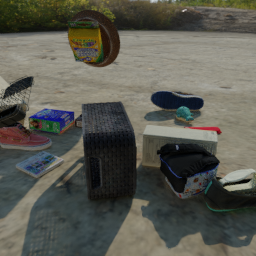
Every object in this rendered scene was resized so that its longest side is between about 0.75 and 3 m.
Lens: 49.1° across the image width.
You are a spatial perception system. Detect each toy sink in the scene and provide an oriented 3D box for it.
[{"bbox_3d":[-5.494,-0.873,11.023,1.758,1.511,2.697,-14,42,-45],"label":"toy sink"}]

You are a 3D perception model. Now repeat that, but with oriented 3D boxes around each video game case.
[{"bbox_3d":[-2.822,1.150,9.025,1.019,0.133,1.119,16,29,31],"label":"video game case"}]

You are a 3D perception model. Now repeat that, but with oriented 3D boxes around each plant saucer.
[{"bbox_3d":[-1.683,-3.996,12.950,2.711,2.711,0.467,9,39,19],"label":"plant saucer"}]

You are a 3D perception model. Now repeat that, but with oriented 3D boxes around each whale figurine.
[{"bbox_3d":[2.524,-0.600,12.330,0.806,0.526,1.013,-6,26,-14],"label":"whale figurine"}]

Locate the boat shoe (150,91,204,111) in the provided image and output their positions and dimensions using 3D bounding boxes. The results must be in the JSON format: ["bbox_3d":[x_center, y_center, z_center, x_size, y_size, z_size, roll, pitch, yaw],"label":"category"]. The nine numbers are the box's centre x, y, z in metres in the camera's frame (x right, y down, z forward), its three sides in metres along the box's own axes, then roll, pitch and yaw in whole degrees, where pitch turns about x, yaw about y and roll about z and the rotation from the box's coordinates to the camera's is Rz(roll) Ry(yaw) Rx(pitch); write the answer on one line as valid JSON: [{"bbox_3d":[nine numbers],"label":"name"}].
[{"bbox_3d":[2.329,-1.345,13.665,2.555,0.923,0.925,9,20,-4],"label":"boat shoe"}]

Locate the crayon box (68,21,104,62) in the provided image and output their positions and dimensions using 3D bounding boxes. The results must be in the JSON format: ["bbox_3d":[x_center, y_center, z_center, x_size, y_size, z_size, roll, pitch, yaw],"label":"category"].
[{"bbox_3d":[-1.586,-3.216,10.635,1.121,1.783,0.460,1,65,2],"label":"crayon box"}]

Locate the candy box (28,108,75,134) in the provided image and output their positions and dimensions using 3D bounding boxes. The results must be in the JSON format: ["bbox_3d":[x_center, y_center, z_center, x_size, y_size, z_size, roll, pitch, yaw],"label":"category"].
[{"bbox_3d":[-3.153,-0.324,11.686,1.468,0.565,1.241,7,24,17],"label":"candy box"}]

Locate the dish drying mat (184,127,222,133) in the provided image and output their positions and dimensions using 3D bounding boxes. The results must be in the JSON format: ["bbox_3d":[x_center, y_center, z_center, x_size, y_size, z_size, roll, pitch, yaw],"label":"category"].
[{"bbox_3d":[3.022,0.080,11.333,1.412,0.129,0.542,-2,24,-3],"label":"dish drying mat"}]

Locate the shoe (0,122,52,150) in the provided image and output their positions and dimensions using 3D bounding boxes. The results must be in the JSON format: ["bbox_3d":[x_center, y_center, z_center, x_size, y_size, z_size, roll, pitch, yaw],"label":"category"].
[{"bbox_3d":[-3.720,0.269,10.058,1.871,0.851,0.668,1,25,3],"label":"shoe"}]

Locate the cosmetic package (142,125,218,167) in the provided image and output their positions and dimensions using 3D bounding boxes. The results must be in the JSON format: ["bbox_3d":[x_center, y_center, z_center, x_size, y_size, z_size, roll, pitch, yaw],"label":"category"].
[{"bbox_3d":[1.614,0.648,8.899,2.242,1.161,0.820,7,25,12],"label":"cosmetic package"}]

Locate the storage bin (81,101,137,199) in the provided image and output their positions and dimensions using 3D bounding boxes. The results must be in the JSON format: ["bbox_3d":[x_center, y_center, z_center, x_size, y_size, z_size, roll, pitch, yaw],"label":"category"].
[{"bbox_3d":[-0.636,0.519,8.254,1.329,1.916,2.834,-4,25,-7],"label":"storage bin"}]

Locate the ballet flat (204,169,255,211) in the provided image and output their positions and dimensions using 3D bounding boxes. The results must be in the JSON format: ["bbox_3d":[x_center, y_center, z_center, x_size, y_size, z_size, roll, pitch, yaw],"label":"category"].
[{"bbox_3d":[3.401,1.531,7.159,2.912,0.996,0.990,-4,23,-10],"label":"ballet flat"}]

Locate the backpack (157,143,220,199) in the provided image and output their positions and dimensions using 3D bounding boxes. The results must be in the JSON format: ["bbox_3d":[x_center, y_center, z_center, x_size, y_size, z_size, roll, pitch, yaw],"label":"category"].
[{"bbox_3d":[1.738,1.162,7.772,1.457,1.179,1.530,-15,35,-13],"label":"backpack"}]

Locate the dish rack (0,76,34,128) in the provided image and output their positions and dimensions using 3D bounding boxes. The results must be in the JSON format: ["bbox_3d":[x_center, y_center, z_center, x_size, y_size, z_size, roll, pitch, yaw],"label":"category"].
[{"bbox_3d":[-2.933,-0.708,6.989,1.186,0.422,1.546,-17,52,21],"label":"dish rack"}]

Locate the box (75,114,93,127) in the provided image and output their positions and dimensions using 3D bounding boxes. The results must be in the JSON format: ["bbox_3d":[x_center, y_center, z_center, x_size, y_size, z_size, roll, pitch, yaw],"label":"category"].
[{"bbox_3d":[-1.874,-0.359,12.038,0.471,0.352,0.940,5,24,12],"label":"box"}]
